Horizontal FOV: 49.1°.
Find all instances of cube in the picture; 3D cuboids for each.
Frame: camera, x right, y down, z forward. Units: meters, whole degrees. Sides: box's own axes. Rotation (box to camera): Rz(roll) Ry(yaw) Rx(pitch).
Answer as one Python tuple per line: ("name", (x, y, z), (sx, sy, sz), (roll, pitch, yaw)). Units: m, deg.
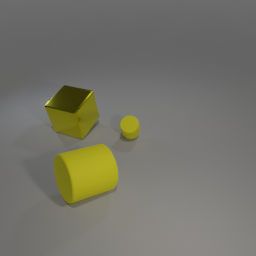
("cube", (-2.154, -0.645, 11.071), (1.400, 1.400, 1.400), (14, 49, 21))

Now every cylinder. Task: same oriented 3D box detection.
("cylinder", (-1.220, 1.277, 8.049), (1.400, 1.400, 1.400), (-12, 33, -32))
("cylinder", (0.082, -0.022, 10.600), (0.700, 0.700, 0.700), (-2, 68, 5))
